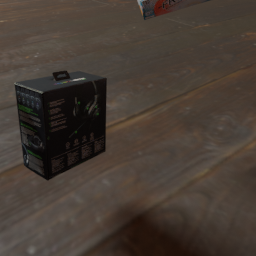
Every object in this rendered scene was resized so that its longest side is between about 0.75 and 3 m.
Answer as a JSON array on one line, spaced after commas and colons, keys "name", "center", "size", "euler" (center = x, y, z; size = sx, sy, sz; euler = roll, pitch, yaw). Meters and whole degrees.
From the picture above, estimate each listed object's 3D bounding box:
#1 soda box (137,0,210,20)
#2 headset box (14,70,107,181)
[{"name": "soda box", "center": [1.277, -3.320, 6.587], "size": [2.152, 0.684, 0.736], "euler": [-17, 72, 1]}, {"name": "headset box", "center": [-1.129, -0.172, 5.024], "size": [0.769, 1.657, 1.442], "euler": [20, 29, 33]}]
